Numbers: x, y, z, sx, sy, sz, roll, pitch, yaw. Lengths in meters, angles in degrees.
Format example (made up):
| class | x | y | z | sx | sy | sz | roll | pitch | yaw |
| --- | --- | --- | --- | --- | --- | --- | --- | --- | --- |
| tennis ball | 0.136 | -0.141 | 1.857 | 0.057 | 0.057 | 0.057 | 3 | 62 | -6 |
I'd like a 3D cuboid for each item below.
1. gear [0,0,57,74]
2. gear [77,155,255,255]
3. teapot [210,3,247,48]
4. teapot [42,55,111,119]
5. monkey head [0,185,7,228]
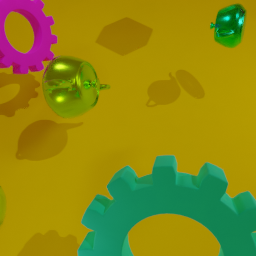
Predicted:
| class | x | y | z | sx | sy | sz | roll | pitch | yaw |
| --- | --- | --- | --- | --- | --- | --- | --- | --- | --- |
| gear | -2.472 | -2.189 | 6.431 | 0.340 | 1.840 | 1.840 | 6 | 56 | 36 |
| gear | 0.464 | 1.283 | 2.941 | 1.945 | 0.360 | 1.945 | 2 | 102 | 11 |
| teapot | 2.289 | -2.356 | 6.442 | 0.754 | 0.958 | 1.541 | 11 | 39 | 24 |
| teapot | -1.017 | -0.843 | 5.695 | 1.006 | 2.054 | 1.277 | -3 | 95 | 20 |
| monkey head | -1.797 | 0.810 | 2.739 | 1.082 | 1.504 | 0.907 | 21 | 51 | -5 |
